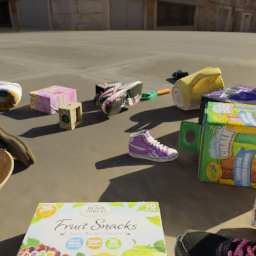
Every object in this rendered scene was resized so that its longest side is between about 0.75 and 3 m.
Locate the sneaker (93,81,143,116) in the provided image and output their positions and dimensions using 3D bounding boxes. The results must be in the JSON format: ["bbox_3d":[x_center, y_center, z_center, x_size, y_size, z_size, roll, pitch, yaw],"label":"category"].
[{"bbox_3d":[-0.345,-1.288,10.318,0.991,0.922,2.296,29,35,26],"label":"sneaker"}]

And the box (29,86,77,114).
[{"bbox_3d":[-2.886,-1.129,10.869,1.178,0.647,1.339,15,28,31],"label":"box"}]

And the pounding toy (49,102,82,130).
[{"bbox_3d":[-1.993,-0.448,9.082,0.637,0.825,0.896,8,25,19],"label":"pounding toy"}]

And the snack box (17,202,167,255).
[{"bbox_3d":[-0.506,1.797,4.261,2.070,0.548,1.472,0,23,-1],"label":"snack box"}]

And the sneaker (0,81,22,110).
[{"bbox_3d":[-5.631,-1.352,10.866,2.908,1.095,1.282,7,28,-10],"label":"sneaker"}]

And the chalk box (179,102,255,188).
[{"bbox_3d":[2.385,0.332,6.494,2.388,1.490,1.480,5,23,14],"label":"chalk box"}]

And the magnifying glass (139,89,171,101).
[{"bbox_3d":[1.114,-1.487,12.278,1.832,0.205,0.729,-14,27,-31],"label":"magnifying glass"}]

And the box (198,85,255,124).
[{"bbox_3d":[3.540,-0.489,8.775,2.193,1.144,1.623,-17,29,-35],"label":"box"}]

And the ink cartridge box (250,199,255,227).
[{"bbox_3d":[2.457,1.164,3.696,1.407,0.650,2.583,13,-16,26],"label":"ink cartridge box"}]

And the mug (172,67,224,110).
[{"bbox_3d":[2.522,-1.521,10.475,1.552,1.891,1.515,-16,39,-14],"label":"mug"}]

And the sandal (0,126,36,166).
[{"bbox_3d":[-3.284,0.468,7.206,2.357,0.963,0.643,25,54,31],"label":"sandal"}]

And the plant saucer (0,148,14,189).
[{"bbox_3d":[-3.844,1.204,5.653,2.958,0.524,2.958,0,23,0],"label":"plant saucer"}]

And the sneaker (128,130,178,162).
[{"bbox_3d":[0.641,0.431,7.191,1.293,0.737,0.469,6,23,9],"label":"sneaker"}]

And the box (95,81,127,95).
[{"bbox_3d":[-0.533,-1.426,11.520,1.176,0.672,1.291,-14,27,-32],"label":"box"}]

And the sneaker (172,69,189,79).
[{"bbox_3d":[2.851,-2.725,14.909,0.574,0.513,1.402,-25,24,-9],"label":"sneaker"}]

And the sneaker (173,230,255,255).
[{"bbox_3d":[1.849,1.758,3.473,2.695,1.285,1.065,13,29,31],"label":"sneaker"}]
